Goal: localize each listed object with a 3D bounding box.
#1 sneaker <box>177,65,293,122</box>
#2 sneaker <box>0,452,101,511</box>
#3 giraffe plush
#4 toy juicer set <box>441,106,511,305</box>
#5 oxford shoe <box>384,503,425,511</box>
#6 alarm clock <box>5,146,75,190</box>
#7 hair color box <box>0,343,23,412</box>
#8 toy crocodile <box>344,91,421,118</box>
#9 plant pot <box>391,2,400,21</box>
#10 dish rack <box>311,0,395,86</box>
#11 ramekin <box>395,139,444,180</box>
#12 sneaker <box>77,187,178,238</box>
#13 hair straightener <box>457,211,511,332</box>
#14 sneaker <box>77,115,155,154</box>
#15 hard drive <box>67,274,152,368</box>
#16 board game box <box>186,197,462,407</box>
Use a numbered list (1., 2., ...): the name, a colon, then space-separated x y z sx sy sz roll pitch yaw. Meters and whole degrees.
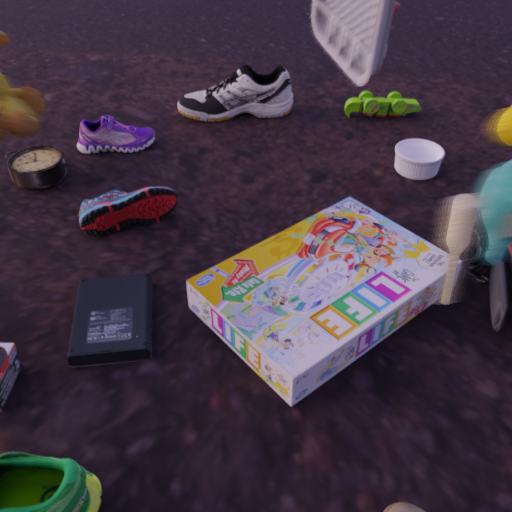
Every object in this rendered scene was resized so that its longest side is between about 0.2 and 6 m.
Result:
1. sneaker: -0.494 -3.785 12.728 2.647 1.160 1.001 -7 42 -6
2. sneaker: -2.774 2.329 5.493 2.374 0.992 0.879 -7 41 -8
3. giraffe plush: -4.389 -2.865 8.976 1.581 1.486 1.832 -17 47 -14
4. toy juicer set: 2.616 -0.698 5.556 0.666 1.557 2.448 29 77 31
5. oxford shoe: 1.986 2.916 4.962 0.722 0.766 2.048 -28 47 -30
6. alarm clock: -4.281 -1.733 10.761 1.525 0.508 1.029 28 48 26
7. hair color box: -3.807 1.478 6.931 1.512 0.463 0.767 1 39 0
8. toy crocodile: 2.897 -3.416 12.828 1.759 0.543 0.594 -1 36 -9
9. plant pot: 1.977 -4.579 10.777 1.200 1.074 1.200 21 29 -12
10. dish rack: 1.488 -3.879 8.204 0.486 2.232 1.915 -18 55 -13
11. ramekin: 3.164 -1.876 10.970 0.933 0.455 0.933 0 39 0
12. sneaker: -2.237 -0.945 9.684 1.730 0.686 0.826 -16 41 -19
13. hair straightener: 3.527 0.061 8.537 1.097 0.583 2.851 6 40 7
14. sneaker: -2.926 -2.557 11.596 1.613 0.713 0.649 -5 39 -8
15. hard drive: -2.005 0.848 7.850 1.065 0.251 1.525 -5 40 -6
16. board game box: 1.000 0.421 8.103 3.329 0.570 2.238 -28 47 -30
